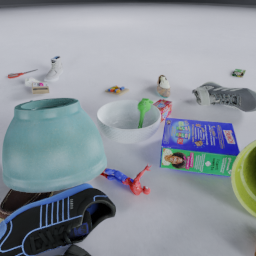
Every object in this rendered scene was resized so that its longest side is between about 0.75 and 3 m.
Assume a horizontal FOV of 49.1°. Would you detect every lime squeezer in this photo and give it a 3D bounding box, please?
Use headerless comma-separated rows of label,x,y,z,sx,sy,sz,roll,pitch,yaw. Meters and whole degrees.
lime squeezer,0.696,-0.676,10.117,0.481,0.900,2.548,-11,23,21

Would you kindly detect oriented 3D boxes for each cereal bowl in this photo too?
cereal bowl,0.019,-0.123,9.467,2.164,0.901,2.164,0,30,0

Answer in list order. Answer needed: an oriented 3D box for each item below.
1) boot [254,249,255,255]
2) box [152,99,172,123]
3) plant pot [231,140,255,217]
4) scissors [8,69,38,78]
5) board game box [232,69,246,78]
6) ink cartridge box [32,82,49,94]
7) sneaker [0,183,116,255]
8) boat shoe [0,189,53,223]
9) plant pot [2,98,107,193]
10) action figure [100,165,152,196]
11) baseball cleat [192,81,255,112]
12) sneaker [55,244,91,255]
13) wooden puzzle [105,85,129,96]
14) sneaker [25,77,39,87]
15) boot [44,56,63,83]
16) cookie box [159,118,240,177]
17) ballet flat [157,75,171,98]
boot,3.117,2.383,5.523,1.070,0.394,0.828,6,19,38
box,1.200,-0.633,10.675,0.536,0.560,1.123,20,36,30
plant pot,3.838,0.925,6.797,2.227,2.227,2.048,16,22,25
scissors,-5.591,-2.906,15.040,1.694,0.118,0.620,-16,32,-28
board game box,5.993,-2.965,15.104,0.557,0.125,1.063,13,33,25
ink cartridge box,-4.041,-1.857,12.916,0.729,0.332,0.884,-7,26,-17
sneaker,-1.471,2.018,5.764,2.701,0.947,1.052,-25,31,-38
boat shoe,-2.277,1.107,7.184,1.079,1.076,2.991,10,32,17
plant pot,-1.995,0.217,7.361,2.737,1.834,2.737,-4,17,1
action figure,0.013,1.207,7.476,1.683,0.549,0.833,25,55,35
baseball cleat,3.844,-1.127,11.310,1.551,1.016,2.915,-23,28,-25
sneaker,-0.884,2.720,5.040,1.740,0.523,0.907,13,33,29
wooden puzzle,-0.499,-1.776,12.984,0.877,0.203,0.812,19,35,29
sneaker,-4.491,-2.178,13.405,0.954,0.475,0.357,3,31,3
boot,-3.871,-3.090,14.472,0.738,0.959,2.006,0,30,1
cookie box,2.114,0.513,8.467,2.132,0.801,1.824,6,31,10
ballet flat,1.623,-2.002,12.939,0.612,0.605,1.799,4,30,-7
